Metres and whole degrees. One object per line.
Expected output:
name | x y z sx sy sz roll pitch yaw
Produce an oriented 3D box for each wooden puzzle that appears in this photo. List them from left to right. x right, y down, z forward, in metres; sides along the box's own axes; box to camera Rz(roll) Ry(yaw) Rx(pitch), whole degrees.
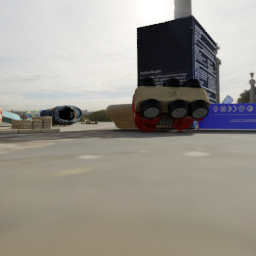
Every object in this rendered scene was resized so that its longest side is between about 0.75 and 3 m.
wooden puzzle | 0.401 -0.317 6.488 1.637 0.330 1.770 -3 -11 4

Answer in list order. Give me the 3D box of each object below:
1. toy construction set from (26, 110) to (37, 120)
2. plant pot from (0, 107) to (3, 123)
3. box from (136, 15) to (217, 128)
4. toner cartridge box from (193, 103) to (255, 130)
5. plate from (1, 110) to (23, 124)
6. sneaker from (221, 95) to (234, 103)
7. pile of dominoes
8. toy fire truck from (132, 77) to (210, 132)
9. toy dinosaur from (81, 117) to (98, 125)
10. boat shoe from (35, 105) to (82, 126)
toy construction set | -3.279 -0.366 11.041 1.300 0.599 0.852 9 -20 21
plant pot | -4.522 -0.393 9.037 0.738 0.810 0.810 8 0 -10
box | 1.633 -1.473 8.761 1.807 2.909 2.933 0 1 29
toner cartridge box | 2.854 -0.235 6.170 2.689 0.580 1.277 1 1 9
plate | -4.975 -0.497 10.707 2.301 0.294 2.301 11 -8 2
sneaker | 2.674 -0.617 7.758 0.291 0.332 0.828 45 -5 24
pile of dominoes | -2.397 -0.070 5.248 1.513 0.309 1.941 1 2 38
toy fire truck | 0.711 -0.274 5.573 1.344 0.983 1.527 0 -38 -9
toy dinosaur | -2.282 -0.324 15.834 0.757 0.436 1.497 18 -3 -37
boat shoe | -2.231 -0.461 10.507 1.068 0.832 2.352 -5 6 29
